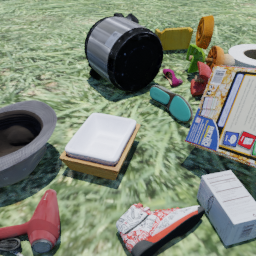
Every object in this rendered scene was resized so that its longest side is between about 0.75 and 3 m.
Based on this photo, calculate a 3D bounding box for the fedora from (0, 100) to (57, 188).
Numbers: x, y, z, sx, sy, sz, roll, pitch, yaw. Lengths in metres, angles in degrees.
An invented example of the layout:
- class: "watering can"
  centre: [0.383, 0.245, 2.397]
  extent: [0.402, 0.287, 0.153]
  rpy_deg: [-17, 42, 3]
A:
- class: "fedora"
  centre: [-2.865, 0.500, 6.740]
  extent: [2.292, 1.170, 2.592]
  rpy_deg: [28, 49, 35]

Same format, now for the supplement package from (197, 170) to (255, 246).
- class: "supplement package"
  centre: [2.022, 1.567, 5.657]
  extent: [0.718, 0.716, 1.225]
  rpy_deg: [-9, 37, -12]

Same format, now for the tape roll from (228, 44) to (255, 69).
- class: "tape roll"
  centre: [5.652, -2.944, 12.071]
  extent: [2.663, 0.487, 2.663]
  rpy_deg: [1, 36, 0]

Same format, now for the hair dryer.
- class: "hair dryer"
  centre: [-2.059, 1.909, 5.330]
  extent: [1.581, 0.564, 2.076]
  rpy_deg: [20, 40, 27]

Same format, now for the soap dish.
- class: "soap dish"
  centre: [-0.636, 0.435, 7.182]
  extent: [1.481, 0.765, 1.883]
  rpy_deg: [11, 38, 14]

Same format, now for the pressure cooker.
- class: "pressure cooker"
  centre: [-0.285, -2.867, 10.349]
  extent: [2.350, 2.387, 2.672]
  rpy_deg: [-24, 43, -25]

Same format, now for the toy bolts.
- class: "toy bolts"
  centre: [3.323, -2.448, 10.098]
  extent: [1.823, 2.511, 2.628]
  rpy_deg: [6, 54, -2]

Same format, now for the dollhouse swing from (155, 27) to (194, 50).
- class: "dollhouse swing"
  centre: [2.066, -4.651, 13.729]
  extent: [1.699, 1.544, 1.494]
  rpy_deg: [-5, 57, -7]

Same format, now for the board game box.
- class: "board game box"
  centre: [2.769, -0.212, 5.989]
  extent: [0.626, 2.048, 2.703]
  rpy_deg: [22, -1, -43]

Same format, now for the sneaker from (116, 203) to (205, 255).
- class: "sneaker"
  centre: [0.622, 1.754, 5.515]
  extent: [1.740, 0.581, 0.932]
  rpy_deg: [-23, 44, -25]

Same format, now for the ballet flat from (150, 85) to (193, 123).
- class: "ballet flat"
  centre: [1.511, -0.831, 9.052]
  extent: [0.651, 0.689, 2.044]
  rpy_deg: [1, 31, -41]

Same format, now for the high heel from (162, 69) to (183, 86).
- class: "high heel"
  centre: [1.590, -1.986, 10.819]
  extent: [0.540, 0.379, 1.123]
  rpy_deg: [-13, 40, -35]
